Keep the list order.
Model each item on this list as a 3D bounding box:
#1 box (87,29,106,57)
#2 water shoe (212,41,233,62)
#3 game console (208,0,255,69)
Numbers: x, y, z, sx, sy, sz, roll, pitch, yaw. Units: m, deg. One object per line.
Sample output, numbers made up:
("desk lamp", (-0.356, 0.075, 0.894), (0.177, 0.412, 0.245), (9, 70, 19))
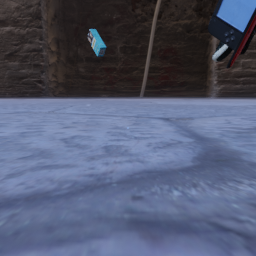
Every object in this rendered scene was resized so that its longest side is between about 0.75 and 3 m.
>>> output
("box", (-0.978, -2.647, 8.688), (0.216, 0.877, 0.361), (-12, -31, -31))
("water shoe", (3.426, -3.137, 9.583), (0.748, 1.896, 0.678), (43, 6, 23))
("game console", (2.647, -3.020, 6.685), (1.462, 2.464, 2.124), (-11, 47, -31))
